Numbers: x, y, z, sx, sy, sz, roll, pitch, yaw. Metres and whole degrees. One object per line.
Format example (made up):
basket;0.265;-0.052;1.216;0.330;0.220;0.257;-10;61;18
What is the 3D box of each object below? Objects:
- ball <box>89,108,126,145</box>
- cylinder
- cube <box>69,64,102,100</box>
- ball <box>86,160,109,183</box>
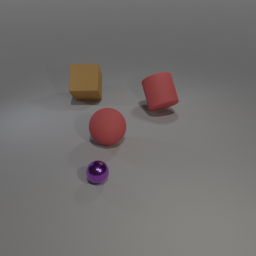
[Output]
ball;-0.759;-0.055;10.462;1.400;1.400;1.400;0;29;0
cylinder;1.461;-1.646;12.781;1.400;1.400;1.400;-15;-7;-2
cube;-2.066;-2.246;13.866;1.400;1.400;1.400;-1;-12;2
ball;-0.933;1.346;8.602;0.700;0.700;0.700;0;29;0
